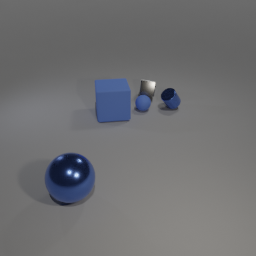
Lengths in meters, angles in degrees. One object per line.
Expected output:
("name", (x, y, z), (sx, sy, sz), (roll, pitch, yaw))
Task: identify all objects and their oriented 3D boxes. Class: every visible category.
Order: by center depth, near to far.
("ball", (-1.622, 1.390, 7.888), (1.400, 1.400, 1.400), (0, 32, 0))
("cube", (-0.669, -1.214, 12.042), (1.400, 1.400, 1.400), (-4, 30, -7))
("ball", (0.674, -1.125, 12.533), (0.700, 0.700, 0.700), (0, 32, 0))
("cylinder", (1.919, -1.318, 12.549), (0.700, 0.700, 0.700), (-17, 54, 24))
("cube", (0.935, -1.919, 13.425), (0.700, 0.700, 0.700), (8, 12, 1))
